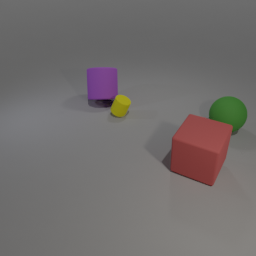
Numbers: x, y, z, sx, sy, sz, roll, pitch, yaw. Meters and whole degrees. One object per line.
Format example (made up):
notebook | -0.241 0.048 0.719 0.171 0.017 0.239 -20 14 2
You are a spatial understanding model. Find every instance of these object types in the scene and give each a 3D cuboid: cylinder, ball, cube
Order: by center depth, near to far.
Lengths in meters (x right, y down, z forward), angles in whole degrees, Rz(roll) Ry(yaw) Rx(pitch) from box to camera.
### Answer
cube | 2.250 0.639 8.679 1.400 1.400 1.400 18 43 26
ball | 3.846 -0.521 10.800 1.400 1.400 1.400 0 31 0
cylinder | -0.315 -0.949 12.048 0.700 0.700 0.700 17 37 -14
cylinder | -1.176 -2.026 12.920 1.400 1.400 1.400 -1 7 0
